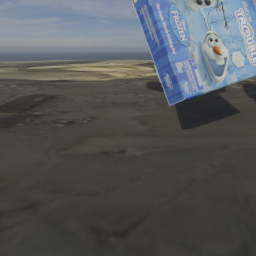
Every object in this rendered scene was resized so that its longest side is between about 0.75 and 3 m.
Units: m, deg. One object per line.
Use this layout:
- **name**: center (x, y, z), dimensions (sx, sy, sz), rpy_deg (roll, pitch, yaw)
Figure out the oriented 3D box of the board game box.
- **board game box**: center (1.357, -1.807, 4.935), dimensions (2.285, 2.296, 0.498), rpy_deg (-20, 0, -26)
